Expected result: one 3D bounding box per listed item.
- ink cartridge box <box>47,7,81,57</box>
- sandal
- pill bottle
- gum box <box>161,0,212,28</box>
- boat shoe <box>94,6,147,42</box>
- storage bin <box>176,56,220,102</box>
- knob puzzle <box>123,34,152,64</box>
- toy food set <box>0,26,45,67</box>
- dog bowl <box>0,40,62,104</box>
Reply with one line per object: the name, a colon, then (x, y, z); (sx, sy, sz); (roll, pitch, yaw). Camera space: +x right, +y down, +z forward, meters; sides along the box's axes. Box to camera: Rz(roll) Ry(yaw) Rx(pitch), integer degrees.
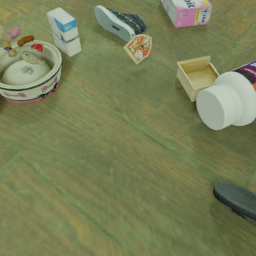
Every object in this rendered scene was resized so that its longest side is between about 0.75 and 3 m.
ink cartridge box: (-2.167, -3.278, 9.628); (0.560, 1.305, 0.955); (-36, 60, -23)
sandal: (2.834, 1.886, 6.030); (2.206, 0.472, 0.839); (27, 27, 26)
pill bottle: (3.326, -0.969, 7.717); (2.737, 1.525, 1.525); (-23, 56, -17)
gum box: (2.254, -5.118, 11.353); (1.354, 0.789, 2.386); (-10, 53, -6)
boat shoe: (-0.290, -4.084, 10.660); (2.110, 0.747, 0.958); (42, 62, 19)
storage bin: (2.320, -1.569, 8.776); (1.242, 0.586, 1.251); (-14, 53, -10)
knob puzzle: (0.418, -2.603, 9.026); (0.993, 0.993, 0.138); (-19, 39, -14)
toy food set: (-3.159, -2.460, 8.322); (1.484, 0.943, 0.234); (16, 20, -11)
dog bowl: (-3.143, -1.719, 8.731); (2.296, 0.846, 2.296); (0, 52, 0)
